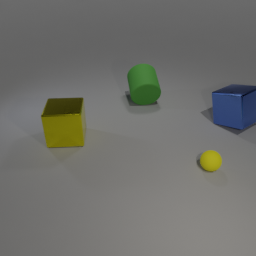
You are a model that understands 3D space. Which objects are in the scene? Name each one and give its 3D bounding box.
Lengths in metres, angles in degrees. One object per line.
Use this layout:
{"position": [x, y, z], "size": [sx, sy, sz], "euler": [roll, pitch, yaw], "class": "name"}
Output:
{"position": [0.735, -2.033, 13.112], "size": [1.400, 1.400, 1.400], "euler": [-4, 53, -7], "class": "cylinder"}
{"position": [2.745, 1.085, 9.279], "size": [0.700, 0.700, 0.700], "euler": [0, 33, 0], "class": "ball"}
{"position": [-2.375, -0.229, 10.655], "size": [1.400, 1.400, 1.400], "euler": [-2, 32, -3], "class": "cube"}
{"position": [4.458, -0.915, 11.457], "size": [1.400, 1.400, 1.400], "euler": [-22, 23, -30], "class": "cube"}
